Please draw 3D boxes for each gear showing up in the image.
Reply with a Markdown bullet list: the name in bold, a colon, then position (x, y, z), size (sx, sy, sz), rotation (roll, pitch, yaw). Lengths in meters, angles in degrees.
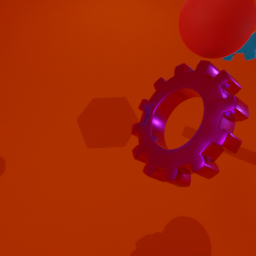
- **gear**: position (0.806, -0.088, 4.172), size (0.341, 1.846, 1.846), rotation (26, 42, -36)
- **gear**: position (2.562, -2.586, 6.360), size (2.040, 2.040, 0.377), rotation (23, 32, 16)

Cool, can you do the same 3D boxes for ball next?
- **ball**: position (1.321, -1.612, 4.209), size (1.109, 1.109, 1.109), rotation (0, 53, 0)
